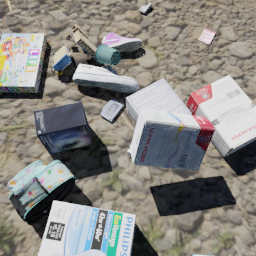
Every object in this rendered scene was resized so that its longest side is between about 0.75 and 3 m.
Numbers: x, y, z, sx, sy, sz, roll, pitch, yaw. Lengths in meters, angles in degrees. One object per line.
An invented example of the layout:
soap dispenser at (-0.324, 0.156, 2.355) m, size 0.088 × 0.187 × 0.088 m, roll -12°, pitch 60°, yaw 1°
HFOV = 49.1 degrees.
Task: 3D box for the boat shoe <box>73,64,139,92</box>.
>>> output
boat shoe at (-0.909, -2.221, 11.826) m, size 2.860 × 1.052 × 0.955 m, roll 10°, pitch 76°, yaw 6°

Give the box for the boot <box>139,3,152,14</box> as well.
boot at (0.877, -6.128, 14.192) m, size 0.360 × 0.277 × 0.753 m, roll 34°, pitch 70°, yaw 8°

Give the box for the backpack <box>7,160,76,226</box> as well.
backpack at (-2.849, 2.006, 9.448) m, size 2.058 × 1.809 × 1.577 m, roll -32°, pitch 71°, yaw -20°

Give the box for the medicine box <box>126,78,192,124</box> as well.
medicine box at (1.171, -0.653, 11.147) m, size 1.798 × 1.016 × 1.974 m, roll -29°, pitch 69°, yaw -13°

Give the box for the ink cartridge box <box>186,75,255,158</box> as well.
ink cartridge box at (3.868, -0.469, 11.010) m, size 1.950 × 1.101 × 2.657 m, roll -25°, pitch 67°, yaw -12°

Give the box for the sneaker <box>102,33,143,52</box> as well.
sneaker at (-0.293, -4.094, 13.024) m, size 1.834 × 0.665 × 1.046 m, roll -8°, pitch 61°, yaw -4°

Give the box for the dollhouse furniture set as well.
dollhouse furniture set at (-2.495, -3.343, 12.790) m, size 1.934 × 1.262 × 1.826 m, roll -38°, pitch 42°, yaw 16°

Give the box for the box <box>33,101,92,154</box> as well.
box at (-2.349, 0.029, 10.407) m, size 1.745 × 1.759 × 1.084 m, roll -14°, pitch 64°, yaw -6°

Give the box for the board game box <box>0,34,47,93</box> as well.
board game box at (-4.853, -2.955, 12.535) m, size 1.974 × 0.502 × 2.936 m, roll 0°, pitch 64°, yaw 0°

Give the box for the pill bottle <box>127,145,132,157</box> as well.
pill bottle at (0.391, 0.723, 10.778) m, size 0.498 × 0.498 × 0.894 m, roll 39°, pitch 70°, yaw 17°

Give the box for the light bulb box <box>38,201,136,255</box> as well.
light bulb box at (-1.213, 3.865, 8.632) m, size 2.630 × 1.641 × 2.606 m, roll 8°, pitch 65°, yaw 4°

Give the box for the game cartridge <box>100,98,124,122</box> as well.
game cartridge at (-0.684, -0.757, 11.675) m, size 0.641 × 0.200 × 0.962 m, roll 30°, pitch 68°, yaw 18°

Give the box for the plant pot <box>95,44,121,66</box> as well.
plant pot at (-0.763, -2.936, 11.421) m, size 0.802 × 0.819 × 0.819 m, roll 26°, pitch 66°, yaw 34°

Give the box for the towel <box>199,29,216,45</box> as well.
towel at (3.802, -4.394, 13.451) m, size 0.590 × 0.121 × 0.807 m, roll 26°, pitch 67°, yaw 13°

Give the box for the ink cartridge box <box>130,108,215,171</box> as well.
ink cartridge box at (1.341, 0.375, 8.957) m, size 2.260 × 1.647 × 0.936 m, roll 8°, pitch 28°, yaw -13°
